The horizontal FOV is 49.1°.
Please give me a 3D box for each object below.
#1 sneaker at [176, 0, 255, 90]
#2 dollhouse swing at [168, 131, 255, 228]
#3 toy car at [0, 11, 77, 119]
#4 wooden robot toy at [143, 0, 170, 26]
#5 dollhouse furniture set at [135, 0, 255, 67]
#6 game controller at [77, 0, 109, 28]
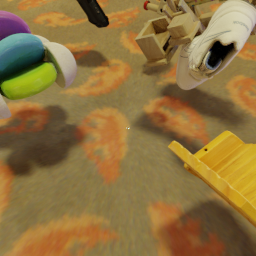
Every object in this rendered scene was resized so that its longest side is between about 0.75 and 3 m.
[{"bbox_3d":[1.453,-1.336,5.345,0.857,2.301,1.002,27,64,-2],"label":"sneaker"},{"bbox_3d":[1.608,0.501,3.893,1.444,1.397,1.589,-36,38,-7],"label":"dollhouse swing"},{"bbox_3d":[-2.502,-1.525,5.925,2.180,1.868,2.491,-32,40,-23],"label":"toy car"},{"bbox_3d":[1.175,-3.820,8.396,0.976,2.216,1.005,35,32,26],"label":"wooden robot toy"},{"bbox_3d":[2.117,-2.210,5.961,2.900,1.612,2.565,6,56,46],"label":"dollhouse furniture set"},{"bbox_3d":[-1.461,-4.200,8.628,0.521,2.473,1.290,-37,38,0],"label":"game controller"}]
